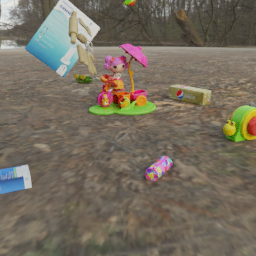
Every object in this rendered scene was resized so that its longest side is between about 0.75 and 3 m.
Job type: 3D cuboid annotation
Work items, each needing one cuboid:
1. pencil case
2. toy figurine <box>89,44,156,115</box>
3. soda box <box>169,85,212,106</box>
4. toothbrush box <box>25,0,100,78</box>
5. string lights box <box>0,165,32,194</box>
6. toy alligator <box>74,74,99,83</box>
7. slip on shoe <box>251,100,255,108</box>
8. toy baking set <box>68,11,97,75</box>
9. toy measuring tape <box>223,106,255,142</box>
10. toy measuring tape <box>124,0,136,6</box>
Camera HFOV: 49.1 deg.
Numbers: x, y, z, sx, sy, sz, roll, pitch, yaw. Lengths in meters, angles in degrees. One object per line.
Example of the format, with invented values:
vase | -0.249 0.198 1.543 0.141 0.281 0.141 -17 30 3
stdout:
pencil case | 0.671 0.861 6.015 0.339 0.339 0.767 12 22 29
toy figurine | -0.226 -1.889 10.518 2.657 2.446 1.995 -8 21 -19
soda box | 2.639 -1.436 12.008 0.604 0.570 1.782 -17 25 -39
toothbrush box | -2.291 -3.140 9.874 1.603 2.190 0.934 35 4 -20
string lights box | -2.466 1.041 5.537 1.005 0.296 0.517 -8 21 -22
toy alligator | -2.401 -2.713 15.765 1.737 0.417 0.576 11 -9 29
slip on shoe | 5.639 -0.925 10.571 0.725 0.578 1.907 -16 25 -38
toy baking set | -0.933 -1.752 5.757 0.177 1.166 1.519 -13 58 8
toy measuring tape | 3.849 -0.242 8.194 2.676 0.984 0.984 -9 22 -24
toy measuring tape | 0.264 -4.723 10.217 0.935 0.344 0.344 -22 14 18
